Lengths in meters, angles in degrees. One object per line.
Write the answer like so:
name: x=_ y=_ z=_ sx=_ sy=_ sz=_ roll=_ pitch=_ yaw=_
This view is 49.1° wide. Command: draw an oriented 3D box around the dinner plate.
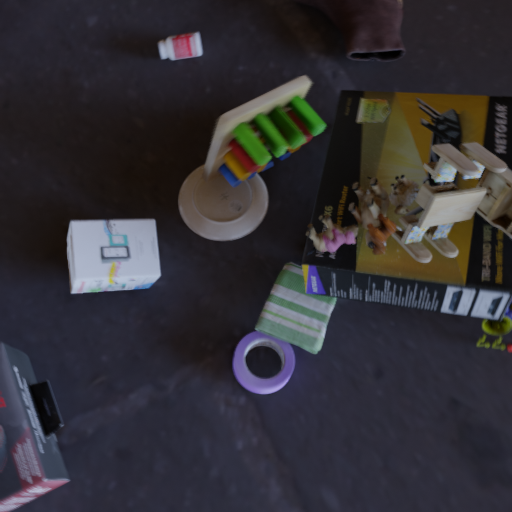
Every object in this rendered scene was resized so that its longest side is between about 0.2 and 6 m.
dinner plate: x=-0.603 y=-1.059 z=10.233 sx=1.659 sy=0.201 sz=1.659 roll=0 pitch=69 yaw=-1

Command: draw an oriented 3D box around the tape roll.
tape roll: x=0.117 y=1.699 z=8.987 sx=0.965 sy=0.317 sz=0.965 roll=2 pitch=63 yaw=-5

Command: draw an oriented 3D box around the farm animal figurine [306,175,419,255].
farm animal figurine: x=1.536 y=-0.462 z=7.954 sx=1.385 sy=0.722 sz=1.370 roll=4 pitch=57 yaw=47

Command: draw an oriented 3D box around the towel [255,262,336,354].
towel: x=0.738 y=0.824 z=9.326 sx=1.090 sy=0.167 sz=1.428 roll=21 pitch=58 yaw=6

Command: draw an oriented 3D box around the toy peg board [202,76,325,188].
toy peg board: x=0.173 y=-1.855 z=9.515 sx=1.808 sy=1.800 sz=0.884 roll=-32 pitch=78 yaw=-26

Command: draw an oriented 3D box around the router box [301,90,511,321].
router box: x=2.585 y=-1.022 z=9.225 sx=3.009 sy=0.999 sz=3.826 roll=6 pitch=59 yaw=14

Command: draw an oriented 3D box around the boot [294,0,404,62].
boot: x=1.813 y=-4.906 z=11.400 sx=2.379 sy=0.861 sz=1.979 roll=2 pitch=66 yaw=-3

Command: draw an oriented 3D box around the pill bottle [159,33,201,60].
pill bottle: x=-1.541 y=-4.230 z=11.354 sx=0.809 sy=0.454 sz=0.454 roll=-11 pitch=68 yaw=-4

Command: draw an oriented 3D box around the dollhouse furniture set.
dollhouse furniture set: x=2.930 y=-0.580 z=7.385 sx=1.667 sy=1.461 sz=1.108 roll=-10 pitch=46 yaw=-28

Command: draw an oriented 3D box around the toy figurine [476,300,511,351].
toy figurine: x=4.286 y=1.043 z=9.302 sx=1.396 sy=0.736 sz=0.836 roll=5 pitch=40 yaw=-1

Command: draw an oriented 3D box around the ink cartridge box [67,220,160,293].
ink cartridge box: x=-2.342 y=0.012 z=9.086 sx=1.320 sy=0.968 sz=0.964 roll=-3 pitch=76 yaw=-22

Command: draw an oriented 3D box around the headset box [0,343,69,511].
headset box: x=-4.298 y=2.788 z=8.177 sx=2.918 sy=1.095 sz=2.169 roll=-24 pitch=70 yaw=-9
